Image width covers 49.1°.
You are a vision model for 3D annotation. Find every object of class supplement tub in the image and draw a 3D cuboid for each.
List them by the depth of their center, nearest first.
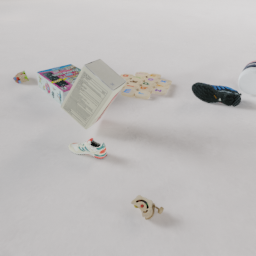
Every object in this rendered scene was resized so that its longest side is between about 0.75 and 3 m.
[{"bbox_3d":[6.445,-2.602,14.348,1.312,1.312,1.869,17,37,24],"label":"supplement tub"}]

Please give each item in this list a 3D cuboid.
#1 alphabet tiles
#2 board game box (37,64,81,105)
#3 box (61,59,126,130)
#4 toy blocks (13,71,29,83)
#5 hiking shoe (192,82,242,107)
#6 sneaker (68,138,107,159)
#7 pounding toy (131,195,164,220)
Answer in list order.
[{"bbox_3d":[0.762,-2.324,14.933,2.908,0.217,2.973,11,35,15],"label":"alphabet tiles"},{"bbox_3d":[-3.055,-2.258,14.230,2.073,0.903,2.810,-24,40,-32],"label":"board game box"},{"bbox_3d":[-1.384,-1.321,11.055,1.452,2.271,1.237,42,34,3],"label":"box"},{"bbox_3d":[-5.957,-2.768,15.439,0.746,0.546,1.092,-25,38,-15],"label":"toy blocks"},{"bbox_3d":[4.226,-1.664,13.494,2.348,0.873,1.018,20,31,12],"label":"hiking shoe"},{"bbox_3d":[-1.448,0.610,10.018,1.485,0.694,0.523,12,35,16],"label":"sneaker"},{"bbox_3d":[0.539,2.307,7.870,0.888,0.510,0.508,16,63,38],"label":"pounding toy"}]
